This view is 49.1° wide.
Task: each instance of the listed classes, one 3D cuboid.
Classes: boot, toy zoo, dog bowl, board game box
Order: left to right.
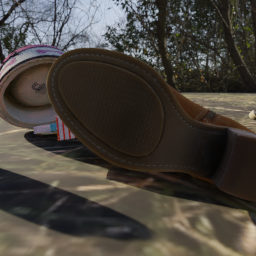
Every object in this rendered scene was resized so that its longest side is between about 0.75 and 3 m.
[{"bbox_3d":[-2.253,-1.089,7.286,2.393,2.393,0.882,-6,50,-32],"label":"dog bowl"},{"bbox_3d":[-1.322,-0.013,6.461,1.742,0.178,1.143,-7,-4,32],"label":"toy zoo"},{"bbox_3d":[-0.177,-0.047,4.938,1.344,0.411,1.775,-9,-5,20],"label":"board game box"},{"bbox_3d":[0.443,-0.003,3.580,2.674,0.985,2.069,29,6,3],"label":"boot"}]

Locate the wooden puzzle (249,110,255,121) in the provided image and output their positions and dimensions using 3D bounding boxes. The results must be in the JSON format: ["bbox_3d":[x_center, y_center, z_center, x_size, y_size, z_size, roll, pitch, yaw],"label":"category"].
[{"bbox_3d":[3.591,-0.120,6.873,1.278,0.221,1.894,21,5,25],"label":"wooden puzzle"}]
